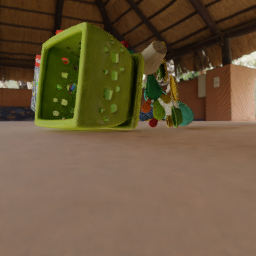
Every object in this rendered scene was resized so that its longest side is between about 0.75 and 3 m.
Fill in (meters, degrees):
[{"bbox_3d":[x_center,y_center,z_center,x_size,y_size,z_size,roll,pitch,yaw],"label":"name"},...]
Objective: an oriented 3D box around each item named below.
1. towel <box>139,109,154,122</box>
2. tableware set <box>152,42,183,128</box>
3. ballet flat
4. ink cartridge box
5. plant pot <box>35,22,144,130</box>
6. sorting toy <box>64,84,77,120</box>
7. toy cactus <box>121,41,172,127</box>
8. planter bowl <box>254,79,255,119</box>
[{"bbox_3d":[0.823,-0.542,11.674,0.834,0.203,0.466,-19,49,-24],"label":"towel"},{"bbox_3d":[1.152,-1.304,8.670,0.421,2.741,1.847,-10,-4,-1],"label":"tableware set"},{"bbox_3d":[1.532,-0.973,11.757,1.013,0.969,2.878,27,10,-39],"label":"ballet flat"},{"bbox_3d":[-2.267,-1.642,8.315,0.642,2.551,1.390,1,15,-38],"label":"ink cartridge box"},{"bbox_3d":[-0.864,-0.993,6.939,2.016,2.221,2.210,9,-4,-40],"label":"plant pot"},{"bbox_3d":[-1.570,-0.809,9.645,1.072,1.570,2.612,30,-29,-23],"label":"sorting toy"},{"bbox_3d":[0.443,-1.538,8.007,1.421,2.778,2.292,-20,-14,-33],"label":"toy cactus"},{"bbox_3d":[4.205,-1.297,6.360,2.724,1.834,2.724,0,-22,0],"label":"planter bowl"}]
